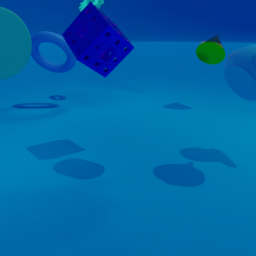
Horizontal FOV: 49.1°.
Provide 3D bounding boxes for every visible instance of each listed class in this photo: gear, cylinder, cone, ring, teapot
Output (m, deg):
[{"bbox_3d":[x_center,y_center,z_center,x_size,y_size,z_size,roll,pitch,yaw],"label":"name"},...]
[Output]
[{"bbox_3d":[-1.391,-4.789,10.760,1.057,0.195,1.057,-17,51,22],"label":"gear"},{"bbox_3d":[-2.659,-1.634,5.223,1.249,1.249,1.249,-18,32,-41],"label":"cylinder"},{"bbox_3d":[3.159,-3.086,10.290,1.060,1.060,1.064,10,59,28],"label":"cone"},{"bbox_3d":[-2.770,-2.750,10.317,1.791,1.791,0.358,4,54,12],"label":"ring"},{"bbox_3d":[2.188,-1.004,4.727,0.795,1.625,1.010,-39,71,-8],"label":"teapot"}]

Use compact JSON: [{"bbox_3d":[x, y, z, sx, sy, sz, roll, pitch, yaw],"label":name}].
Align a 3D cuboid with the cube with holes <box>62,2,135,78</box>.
[{"bbox_3d":[-0.617,-1.793,5.791,0.894,0.894,0.894,24,28,-53],"label":"cube with holes"}]
